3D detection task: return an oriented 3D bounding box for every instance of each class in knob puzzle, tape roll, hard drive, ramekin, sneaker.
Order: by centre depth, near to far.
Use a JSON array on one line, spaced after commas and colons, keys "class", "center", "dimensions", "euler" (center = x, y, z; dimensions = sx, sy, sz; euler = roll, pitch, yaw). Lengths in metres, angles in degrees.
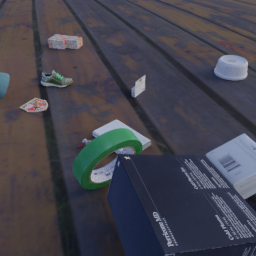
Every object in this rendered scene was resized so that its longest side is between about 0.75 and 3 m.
[{"class": "tape roll", "center": [-0.510, 0.842, 7.441], "dimensions": [1.920, 1.920, 0.462], "euler": [-23, 58, -29]}, {"class": "hard drive", "center": [-0.233, 0.350, 9.606], "dimensions": [1.149, 0.229, 1.742], "euler": [-28, 44, -33]}, {"class": "knob puzzle", "center": [-3.746, -0.936, 11.443], "dimensions": [1.133, 0.157, 1.133], "euler": [0, 36, 0]}, {"class": "sneaker", "center": [-3.285, -2.289, 12.855], "dimensions": [1.556, 0.689, 0.598], "euler": [0, 36, 1]}, {"class": "ramekin", "center": [5.119, -3.017, 13.808], "dimensions": [1.608, 0.749, 1.608], "euler": [0, 37, 0]}]

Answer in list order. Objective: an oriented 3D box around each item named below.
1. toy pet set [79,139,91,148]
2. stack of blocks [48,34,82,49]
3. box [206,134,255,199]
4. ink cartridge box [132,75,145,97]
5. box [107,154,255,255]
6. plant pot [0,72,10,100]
[{"class": "toy pet set", "center": [-1.137, 0.595, 9.049], "dimensions": [0.844, 0.480, 0.904], "euler": [-12, 38, -15]}, {"class": "stack of blocks", "center": [-3.804, -5.217, 17.042], "dimensions": [1.786, 0.523, 1.028], "euler": [10, 37, 12]}, {"class": "box", "center": [3.107, 1.077, 7.705], "dimensions": [1.333, 0.871, 1.326], "euler": [-28, 38, -2]}, {"class": "ink cartridge box", "center": [0.461, -1.844, 12.188], "dimensions": [0.191, 0.754, 0.855], "euler": [21, 40, 26]}, {"class": "box", "center": [1.097, 1.850, 5.951], "dimensions": [2.428, 1.388, 2.667], "euler": [4, 29, -22]}, {"class": "plant pot", "center": [-5.525, -1.827, 11.593], "dimensions": [0.780, 1.158, 1.158], "euler": [19, 21, -39]}]
